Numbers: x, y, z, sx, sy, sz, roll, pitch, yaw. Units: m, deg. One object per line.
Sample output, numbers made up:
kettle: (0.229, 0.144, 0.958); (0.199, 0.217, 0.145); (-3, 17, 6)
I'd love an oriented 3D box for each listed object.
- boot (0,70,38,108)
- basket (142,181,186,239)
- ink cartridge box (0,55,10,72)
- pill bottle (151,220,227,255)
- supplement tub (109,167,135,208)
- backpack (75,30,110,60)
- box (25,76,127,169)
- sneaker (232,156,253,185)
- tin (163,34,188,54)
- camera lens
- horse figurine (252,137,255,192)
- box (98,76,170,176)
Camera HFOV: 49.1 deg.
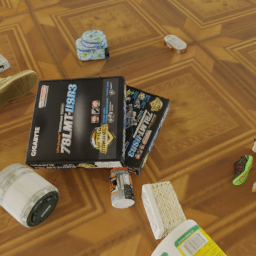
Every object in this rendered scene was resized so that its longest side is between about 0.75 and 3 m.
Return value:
boot: (-4.709, -1.676, 10.124); (1.873, 0.877, 2.409); (37, 64, 26)
basket: (0.897, 2.074, 7.226); (0.761, 0.837, 1.234); (-13, 54, -10)
ink cartridge box: (-5.214, -2.476, 11.030); (0.618, 0.351, 0.848); (36, 61, 24)
pill bottle: (1.742, 3.313, 5.946); (1.364, 1.364, 2.418); (-32, 58, -22)
supplement tub: (-0.184, 1.620, 7.709); (0.626, 0.626, 1.021); (-6, 52, -5)
backpack: (-1.473, -3.365, 11.355); (1.271, 0.934, 1.163); (-10, 49, -3)
box: (-1.426, -0.189, 8.204); (2.713, 0.679, 2.733); (-1, 65, 6)
sneaker: (3.294, 1.235, 8.223); (0.446, 0.409, 1.066); (14, 51, 41)
tin: (2.018, -3.600, 11.981); (0.694, 0.260, 1.240); (-27, 57, -24)
camera lens: (-2.630, 1.738, 7.272); (1.455, 1.164, 1.164); (30, 58, 21)
horse figurine: (4.738, 1.354, 7.840); (2.715, 0.678, 1.800); (17, 48, 22)
box: (-0.305, -0.166, 8.801); (2.555, 0.640, 2.574); (20, 67, 13)
